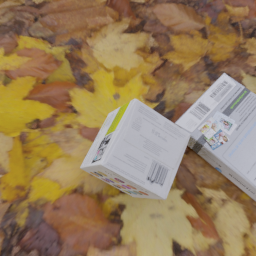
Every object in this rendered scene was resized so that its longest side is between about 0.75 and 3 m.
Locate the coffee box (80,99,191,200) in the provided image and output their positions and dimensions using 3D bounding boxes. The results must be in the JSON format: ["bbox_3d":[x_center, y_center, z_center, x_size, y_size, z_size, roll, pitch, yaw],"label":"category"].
[{"bbox_3d":[0.131,0.555,6.418,1.600,1.584,1.602,32,68,-17],"label":"coffee box"}]

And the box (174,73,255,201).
[{"bbox_3d":[3.023,0.182,7.376,2.959,0.609,2.307,39,69,17],"label":"box"}]
